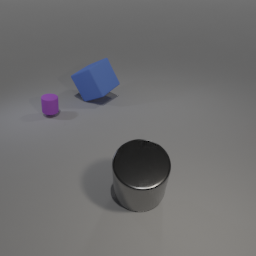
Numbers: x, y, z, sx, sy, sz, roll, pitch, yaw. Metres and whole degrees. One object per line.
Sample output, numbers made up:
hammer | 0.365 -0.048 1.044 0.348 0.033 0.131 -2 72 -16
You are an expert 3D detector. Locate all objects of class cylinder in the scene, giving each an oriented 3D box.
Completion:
cylinder | -3.339 -1.017 11.990 0.700 0.700 0.700 4 31 -3
cylinder | 0.311 1.225 7.128 1.400 1.400 1.400 0 54 -1

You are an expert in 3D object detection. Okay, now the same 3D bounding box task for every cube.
cube | -1.537 -2.278 13.309 1.400 1.400 1.400 -8 27 43
